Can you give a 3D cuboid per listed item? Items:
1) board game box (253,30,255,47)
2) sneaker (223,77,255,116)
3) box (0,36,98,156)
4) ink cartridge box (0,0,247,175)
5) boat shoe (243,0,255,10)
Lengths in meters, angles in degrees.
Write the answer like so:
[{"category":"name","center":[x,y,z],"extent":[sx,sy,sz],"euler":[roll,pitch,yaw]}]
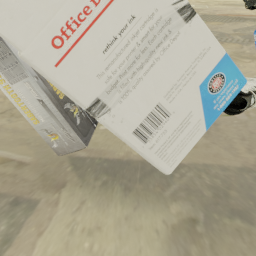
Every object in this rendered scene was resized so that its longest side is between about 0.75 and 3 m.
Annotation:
[{"category":"board game box","center":[2.275,-1.270,4.180],"extent":[0.279,0.977,0.998],"euler":[16,56,44]},{"category":"sneaker","center":[2.560,-0.542,5.491],"extent":[2.257,0.852,1.299],"euler":[8,31,13]},{"category":"box","center":[-1.287,-1.180,4.598],"extent":[0.634,2.623,2.077],"euler":[-17,34,26]},{"category":"ink cartridge box","center":[-0.096,-0.960,3.446],"extent":[1.698,2.926,0.993],"euler":[-50,26,-1]},{"category":"boat shoe","center":[3.552,-3.521,7.870],"extent":[0.524,0.432,1.526],"euler":[2,38,-48]}]
